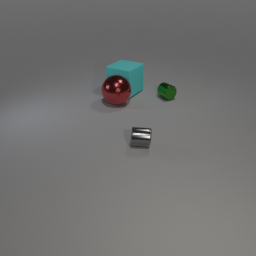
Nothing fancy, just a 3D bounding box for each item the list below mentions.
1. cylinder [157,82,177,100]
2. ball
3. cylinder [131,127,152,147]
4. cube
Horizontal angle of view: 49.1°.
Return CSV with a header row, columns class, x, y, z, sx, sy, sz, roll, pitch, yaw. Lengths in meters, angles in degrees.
class,x,y,z,sx,sy,sz,roll,pitch,yaw
cylinder,1.903,-1.814,13.715,0.700,0.700,0.700,-15,28,-23
ball,-0.535,-1.754,12.989,1.400,1.400,1.400,0,31,0
cylinder,0.472,0.329,10.190,0.700,0.700,0.700,4,31,0
cube,-0.139,-2.521,14.202,1.400,1.400,1.400,16,34,28
